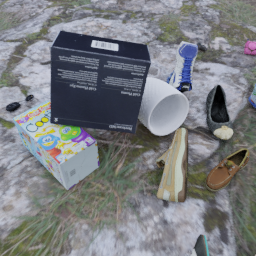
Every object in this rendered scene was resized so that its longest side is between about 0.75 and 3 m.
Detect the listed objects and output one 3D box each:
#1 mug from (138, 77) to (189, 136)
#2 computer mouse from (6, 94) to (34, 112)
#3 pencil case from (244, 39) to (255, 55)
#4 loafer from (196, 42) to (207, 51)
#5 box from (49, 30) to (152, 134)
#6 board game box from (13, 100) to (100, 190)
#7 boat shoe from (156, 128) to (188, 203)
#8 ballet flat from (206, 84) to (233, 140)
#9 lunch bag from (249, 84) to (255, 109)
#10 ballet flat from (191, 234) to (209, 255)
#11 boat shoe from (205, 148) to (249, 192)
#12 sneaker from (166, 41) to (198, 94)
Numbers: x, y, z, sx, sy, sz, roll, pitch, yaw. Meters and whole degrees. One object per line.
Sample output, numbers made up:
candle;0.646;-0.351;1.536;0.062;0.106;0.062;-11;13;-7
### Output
mug;1.236;-0.975;10.960;2.408;1.778;2.111;6;28;-36
computer mouse;-4.579;-1.052;11.945;0.407;0.237;1.390;22;43;33
pencil case;6.982;-4.175;14.625;1.656;0.751;0.776;10;25;6
loafer;3.895;-4.312;15.045;0.304;0.306;0.841;-26;41;-13
box;-0.938;-1.400;8.900;2.841;2.587;1.479;8;35;-7
board game box;-2.416;0.495;9.531;1.413;1.438;2.743;-36;56;-30
boat shoe;1.452;1.095;9.354;1.074;1.010;2.819;0;44;17
ballet flat;3.575;-0.655;11.108;0.926;0.792;2.787;2;46;2
lunch bag;6.615;-1.178;11.432;2.943;1.112;2.358;-22;52;-22
ballet flat;1.859;3.664;7.037;0.672;0.668;1.965;-9;46;3
boat shoe;3.287;1.301;9.288;1.984;0.674;0.714;-34;55;-29
sneaker;2.240;-2.119;10.956;0.886;2.192;1.266;4;41;-15
